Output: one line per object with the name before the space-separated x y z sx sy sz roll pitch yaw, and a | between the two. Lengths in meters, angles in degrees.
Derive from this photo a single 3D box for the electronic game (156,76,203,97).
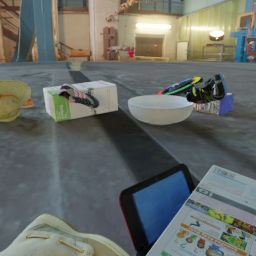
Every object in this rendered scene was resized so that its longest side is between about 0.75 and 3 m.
electronic game | 2.729 -2.161 15.200 2.731 0.568 2.731 -23 14 6

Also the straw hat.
straw hat | -4.955 -0.814 11.268 2.449 2.449 1.037 -14 63 -37

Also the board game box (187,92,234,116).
board game box | 3.842 -1.238 13.148 1.372 0.834 1.721 -16 23 -42

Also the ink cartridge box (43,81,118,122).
ink cartridge box | -2.104 -1.281 12.444 2.817 1.183 2.049 -12 20 -23

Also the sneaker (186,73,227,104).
sneaker | 2.436 -1.123 8.797 0.842 0.721 2.033 -8 -6 -12

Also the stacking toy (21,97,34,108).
stacking toy | -5.058 -1.523 13.823 0.725 0.992 0.725 0 16 0

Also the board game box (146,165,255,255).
board game box | 1.560 1.590 3.603 1.862 0.811 2.524 19 25 28

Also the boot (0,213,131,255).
boot | -0.922 1.878 3.341 1.949 0.702 1.507 13 24 29

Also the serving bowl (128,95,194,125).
serving bowl | 1.304 -0.686 11.318 2.630 0.865 2.630 0 17 0

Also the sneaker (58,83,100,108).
sneaker | -1.908 -1.085 10.687 1.626 0.570 0.667 25 45 3

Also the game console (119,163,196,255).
game console | 0.903 1.409 4.256 1.673 0.993 1.441 -16 25 -40
